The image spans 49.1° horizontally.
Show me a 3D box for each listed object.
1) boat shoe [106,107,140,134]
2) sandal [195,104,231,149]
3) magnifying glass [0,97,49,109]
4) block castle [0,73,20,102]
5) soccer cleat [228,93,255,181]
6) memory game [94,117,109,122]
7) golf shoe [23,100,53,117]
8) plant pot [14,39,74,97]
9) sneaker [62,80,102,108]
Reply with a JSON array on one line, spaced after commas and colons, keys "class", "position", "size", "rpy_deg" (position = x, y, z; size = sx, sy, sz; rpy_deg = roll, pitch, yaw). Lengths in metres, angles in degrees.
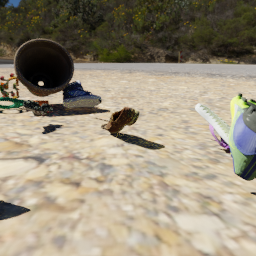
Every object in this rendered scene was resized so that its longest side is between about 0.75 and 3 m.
[{"class": "boat shoe", "position": [-0.232, -0.228, 6.945], "size": [0.443, 0.472, 1.312], "rpy_deg": [30, -29, -22]}, {"class": "sandal", "position": [2.055, 0.107, 6.320], "size": [0.713, 0.430, 1.751], "rpy_deg": [15, 32, -35]}, {"class": "magnifying glass", "position": [-3.908, -0.902, 10.268], "size": [1.928, 0.216, 0.767], "rpy_deg": [-3, -18, -17]}, {"class": "block castle", "position": [-4.731, -1.613, 11.141], "size": [0.482, 1.028, 0.687], "rpy_deg": [22, 32, 19]}, {"class": "soccer cleat", "position": [2.256, 0.074, 5.361], "size": [0.910, 1.177, 2.814], "rpy_deg": [25, 21, 11]}, {"class": "memory game", "position": [-0.610, -0.211, 8.099], "size": [0.781, 0.050, 0.781], "rpy_deg": [12, 1, 0]}, {"class": "golf shoe", "position": [-2.603, -0.501, 7.976], "size": [0.392, 0.447, 1.015], "rpy_deg": [56, 19, 23]}, {"class": "plant pot", "position": [-3.258, -2.059, 10.807], "size": [2.090, 2.090, 1.822], "rpy_deg": [-7, -13, -23]}, {"class": "sneaker", "position": [-1.734, -1.398, 10.634], "size": [1.565, 1.146, 0.630], "rpy_deg": [-5, -27, 12]}]
